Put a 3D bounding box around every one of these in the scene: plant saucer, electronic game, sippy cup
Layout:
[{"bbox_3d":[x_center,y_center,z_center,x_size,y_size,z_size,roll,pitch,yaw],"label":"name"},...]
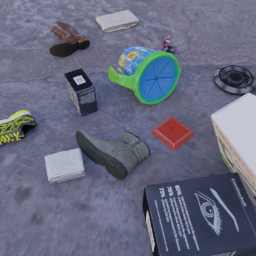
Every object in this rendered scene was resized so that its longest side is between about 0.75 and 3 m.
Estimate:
[{"bbox_3d":[1.492,0.115,9.279,1.073,0.197,1.075,-34,58,-25],"label":"plant saucer"},{"bbox_3d":[4.168,-1.895,10.917,1.609,0.335,1.609,-1,53,1],"label":"electronic game"},{"bbox_3d":[0.584,-2.090,10.227,1.946,2.478,1.816,-55,47,8],"label":"sippy cup"}]

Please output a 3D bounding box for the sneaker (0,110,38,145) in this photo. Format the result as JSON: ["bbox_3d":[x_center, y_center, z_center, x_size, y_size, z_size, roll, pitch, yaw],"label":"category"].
[{"bbox_3d":[-3.772,0.123,8.925,0.811,0.714,1.916,33,57,26],"label":"sneaker"}]

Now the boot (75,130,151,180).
[{"bbox_3d":[-0.466,0.545,8.658,2.146,0.727,1.402,36,54,18],"label":"boot"}]

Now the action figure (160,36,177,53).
[{"bbox_3d":[1.749,-3.598,12.411,0.761,0.685,1.023,-41,33,20],"label":"action figure"}]

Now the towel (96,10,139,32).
[{"bbox_3d":[-0.532,-5.310,13.901,1.922,0.331,1.273,-18,50,-15],"label":"towel"}]

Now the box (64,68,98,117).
[{"bbox_3d":[-1.629,-1.253,9.815,0.722,1.162,1.171,-22,53,-18],"label":"box"}]

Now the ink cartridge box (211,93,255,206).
[{"bbox_3d":[3.188,0.714,6.990,1.122,2.670,1.948,-31,52,6],"label":"ink cartridge box"}]

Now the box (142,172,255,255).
[{"bbox_3d":[1.700,2.269,6.684,2.443,1.274,1.807,-6,49,-5],"label":"box"}]

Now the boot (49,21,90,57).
[{"bbox_3d":[-3.066,-4.087,12.575,2.004,0.691,2.150,-23,55,-35],"label":"boot"}]

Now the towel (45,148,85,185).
[{"bbox_3d":[-1.835,1.123,8.245,1.084,0.464,0.897,-15,49,-10],"label":"towel"}]
